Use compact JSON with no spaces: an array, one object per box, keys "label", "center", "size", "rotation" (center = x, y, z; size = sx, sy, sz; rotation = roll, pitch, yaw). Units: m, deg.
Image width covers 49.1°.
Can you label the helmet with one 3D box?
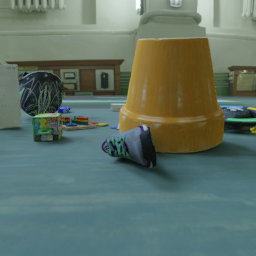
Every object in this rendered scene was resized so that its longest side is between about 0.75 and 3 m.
[{"label":"helmet","center":[-4.446,-1.751,14.276],"size":[2.506,2.506,2.389],"rotation":[-4,23,-25]}]

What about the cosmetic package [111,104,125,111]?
[{"label":"cosmetic package","center":[-0.549,-1.365,18.599],"size":[1.129,0.479,0.608],"rotation":[1,10,11]}]

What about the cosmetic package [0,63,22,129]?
[{"label":"cosmetic package","center":[-4.997,-1.252,11.096],"size":[1.000,2.463,1.390],"rotation":[-7,8,-42]}]

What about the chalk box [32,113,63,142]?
[{"label":"chalk box","center":[-2.461,-0.019,8.570],"size":[0.761,0.756,1.220],"rotation":[-2,8,-7]}]

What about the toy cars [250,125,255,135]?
[{"label":"toy cars","center":[4.999,0.002,8.806],"size":[2.176,0.482,0.975],"rotation":[-7,-25,-7]}]

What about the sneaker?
[{"label":"sneaker","center":[-0.042,0.446,5.851],"size":[1.007,0.856,2.301],"rotation":[-11,-1,-4]}]

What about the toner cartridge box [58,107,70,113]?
[{"label":"toner cartridge box","center":[-4.023,-1.123,17.696],"size":[0.584,0.265,1.230],"rotation":[1,9,-2]}]

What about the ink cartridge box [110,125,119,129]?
[{"label":"ink cartridge box","center":[0.636,-0.122,10.468],"size":[2.592,0.481,1.227],"rotation":[4,10,41]}]

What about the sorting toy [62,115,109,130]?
[{"label":"sorting toy","center":[-2.013,-0.239,11.198],"size":[2.531,0.428,1.220],"rotation":[-5,10,-35]}]

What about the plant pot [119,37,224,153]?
[{"label":"plant pot","center":[1.209,-1.094,7.784],"size":[2.945,2.697,2.945],"rotation":[-1,17,0]}]

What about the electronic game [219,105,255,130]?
[{"label":"electronic game","center":[4.121,-0.501,10.767],"size":[2.801,0.583,2.801],"rotation":[0,17,0]}]
